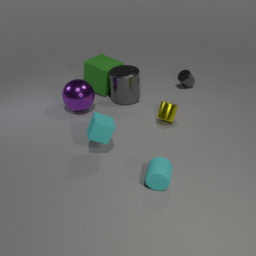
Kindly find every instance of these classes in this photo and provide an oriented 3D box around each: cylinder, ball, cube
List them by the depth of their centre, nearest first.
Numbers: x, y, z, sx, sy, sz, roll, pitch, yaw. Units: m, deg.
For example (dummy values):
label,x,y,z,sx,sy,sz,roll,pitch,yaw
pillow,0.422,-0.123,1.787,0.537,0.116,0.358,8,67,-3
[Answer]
label,x,y,z,sx,sy,sz,roll,pitch,yaw
cylinder,0.895,1.309,8.060,0.700,0.700,0.700,7,36,11
cube,-0.885,0.007,9.151,0.700,0.700,0.700,18,24,-18
cylinder,1.579,-0.660,11.248,0.700,0.700,0.700,16,5,-2
ball,-2.126,-1.400,12.045,1.400,1.400,1.400,0,30,0
cylinder,-0.142,-2.004,12.963,1.400,1.400,1.400,-3,35,2
cube,-1.237,-2.650,13.895,1.400,1.400,1.400,27,40,21
cylinder,3.004,-2.531,14.401,0.700,0.700,0.700,-15,60,29
